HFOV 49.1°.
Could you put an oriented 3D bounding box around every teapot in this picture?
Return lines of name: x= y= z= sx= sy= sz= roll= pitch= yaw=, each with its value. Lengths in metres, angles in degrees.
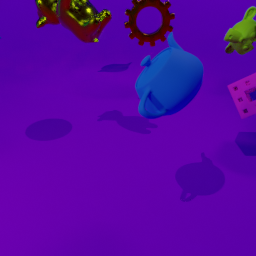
teapot: x=0.622 y=-0.862 z=4.625 sx=1.173 sy=0.923 sz=1.886 roll=-27 pitch=30 yaw=51

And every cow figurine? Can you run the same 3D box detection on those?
cow figurine: x=-1.361 y=-2.596 z=6.580 sx=0.953 sy=1.736 sz=1.708 roll=-47 pitch=9 yaw=-36

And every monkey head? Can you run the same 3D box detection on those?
monkey head: x=3.625 y=-3.053 z=9.130 sx=1.208 sy=1.679 sz=1.012 roll=9 pitch=41 yaw=-14

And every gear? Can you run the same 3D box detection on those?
gear: x=0.635 y=-3.230 z=8.409 sx=1.494 sy=1.494 sz=0.276 roll=-1 pitch=28 yaw=-2

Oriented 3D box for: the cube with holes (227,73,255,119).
cube with holes: x=3.041 y=-0.776 z=6.700 sx=0.856 sy=0.856 sz=0.856 roll=-25 pitch=-10 yaw=30
